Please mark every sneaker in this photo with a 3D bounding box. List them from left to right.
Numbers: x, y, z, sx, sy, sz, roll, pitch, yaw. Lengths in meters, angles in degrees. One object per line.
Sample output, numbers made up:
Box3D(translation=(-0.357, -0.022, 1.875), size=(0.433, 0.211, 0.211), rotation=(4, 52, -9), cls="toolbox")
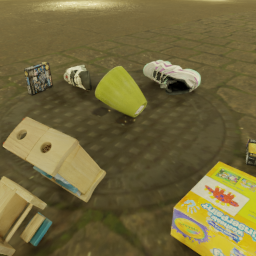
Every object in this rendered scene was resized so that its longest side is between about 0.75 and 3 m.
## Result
Box3D(translation=(-2.425, -2.342, 13.387), size=(1.170, 0.979, 2.643), rotation=(-10, 24, -16), cls="sneaker")
Box3D(translation=(1.757, -2.279, 13.048), size=(2.895, 1.125, 2.025), rotation=(15, 34, 24), cls="sneaker")

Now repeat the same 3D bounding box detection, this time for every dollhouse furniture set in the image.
Box3D(translation=(-2.300, 1.485, 6.926), size=(1.866, 1.877, 2.663), rotation=(21, 67, 31), cls="dollhouse furniture set")

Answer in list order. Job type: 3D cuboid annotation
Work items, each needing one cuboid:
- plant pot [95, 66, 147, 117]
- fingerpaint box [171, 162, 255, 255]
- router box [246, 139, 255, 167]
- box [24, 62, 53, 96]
Box3D(translation=(-0.129, -1.275, 11.125), size=(1.728, 1.617, 1.617), rotation=(43, 46, 12), cls="plant pot")
Box3D(translation=(2.640, 2.120, 6.156), size=(2.620, 0.961, 2.186), rotation=(24, 38, 34), cls="fingerpaint box")
Box3D(translation=(4.424, 0.861, 8.752), size=(1.324, 0.346, 1.041), rotation=(11, 34, 17), cls="router box")
Box3D(translation=(-4.109, -2.286, 12.943), size=(0.313, 1.259, 1.249), rotation=(20, 38, 29), cls="box")
